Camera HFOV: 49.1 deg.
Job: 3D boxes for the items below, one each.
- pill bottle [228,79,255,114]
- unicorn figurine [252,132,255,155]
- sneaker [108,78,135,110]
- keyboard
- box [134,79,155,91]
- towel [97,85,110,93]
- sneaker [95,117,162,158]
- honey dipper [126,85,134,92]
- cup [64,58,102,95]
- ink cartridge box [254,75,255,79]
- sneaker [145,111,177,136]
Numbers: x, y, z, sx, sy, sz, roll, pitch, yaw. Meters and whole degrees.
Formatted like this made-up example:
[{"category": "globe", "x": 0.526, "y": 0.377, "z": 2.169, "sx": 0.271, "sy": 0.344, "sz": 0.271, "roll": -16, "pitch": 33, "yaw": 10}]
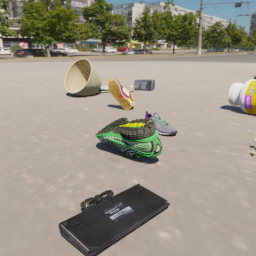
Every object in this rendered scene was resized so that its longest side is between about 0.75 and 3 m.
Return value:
[{"category": "pill bottle", "x": 4.861, "y": -1.060, "z": 9.937, "sx": 1.248, "sy": 1.248, "sz": 2.394, "roll": -13, "pitch": 20, "yaw": -38}, {"category": "unicorn figurine", "x": 3.131, "y": 0.473, "z": 6.386, "sx": 0.665, "sy": 0.358, "sz": 0.968, "roll": -2, "pitch": 28, "yaw": -46}, {"category": "sneaker", "x": -0.251, "y": -1.367, "z": 10.975, "sx": 0.529, "sy": 1.412, "sz": 0.636, "roll": -29, "pitch": 9, "yaw": 29}, {"category": "keyboard", "x": -0.209, "y": 1.214, "z": 4.032, "sx": 0.943, "sy": 0.201, "sz": 1.570, "roll": 23, "pitch": 26, "yaw": 39}, {"category": "box", "x": 0.946, "y": -2.459, "z": 15.936, "sx": 1.045, "sy": 0.559, "sz": 0.775, "roll": 5, "pitch": 17, "yaw": 17}, {"category": "towel", "x": -1.371, "y": -2.246, "z": 15.645, "sx": 1.866, "sy": 0.322, "sz": 1.796, "roll": -4, "pitch": 17, "yaw": -10}, {"category": "sneaker", "x": -0.046, "y": 0.294, "z": 6.299, "sx": 0.785, "sy": 0.857, "sz": 2.012, "roll": -34, "pitch": 21, "yaw": -27}, {"category": "honey dipper", "x": 0.290, "y": -2.263, "z": 15.803, "sx": 0.349, "sy": 0.349, "sz": 1.840, "roll": 4, "pitch": 12, "yaw": 14}, {"category": "cup", "x": -2.068, "y": -2.362, "z": 14.000, "sx": 1.817, "sy": 1.817, "sz": 1.300, "roll": 14, "pitch": -7, "yaw": 39}, {"category": "ink cartridge box", "x": 6.866, "y": -1.693, "z": 12.327, "sx": 1.892, "sy": 1.097, "sz": 2.613, "roll": 2, "pitch": 16, "yaw": 7}, {"category": "sneaker", "x": 0.887, "y": -0.141, "z": 8.027, "sx": 0.458, "sy": 0.539, "sz": 1.231, "roll": -14, "pitch": 21, "yaw": -40}]
